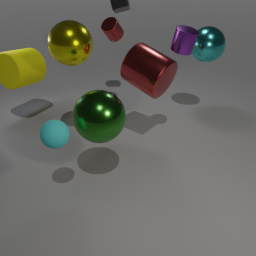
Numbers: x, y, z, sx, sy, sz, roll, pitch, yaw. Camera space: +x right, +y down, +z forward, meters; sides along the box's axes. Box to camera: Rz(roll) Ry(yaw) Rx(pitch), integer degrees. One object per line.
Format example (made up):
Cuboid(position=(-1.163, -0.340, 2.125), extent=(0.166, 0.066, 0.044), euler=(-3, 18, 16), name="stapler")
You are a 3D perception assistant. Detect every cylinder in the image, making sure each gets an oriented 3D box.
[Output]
Cuboid(position=(0.699, -1.911, 9.353), extent=(1.400, 1.400, 1.400), euler=(35, 41, 19), name="cylinder")
Cuboid(position=(-0.614, -3.917, 11.167), extent=(0.700, 0.700, 0.700), euler=(-9, 67, 21), name="cylinder")
Cuboid(position=(1.736, -2.710, 8.651), extent=(0.700, 0.700, 0.700), euler=(8, 39, -7), name="cylinder")
Cuboid(position=(-4.202, -2.347, 10.997), extent=(1.400, 1.400, 1.400), euler=(14, 27, 24), name="cylinder")

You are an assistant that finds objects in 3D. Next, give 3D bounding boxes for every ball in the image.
Cuboid(position=(3.190, -3.345, 11.244), extent=(1.400, 1.400, 1.400), euler=(0, 29, 0), name="ball")
Cuboid(position=(-1.767, 0.150, 6.751), extent=(0.700, 0.700, 0.700), euler=(0, 29, 0), name="ball")
Cuboid(position=(-1.813, -2.668, 8.852), extent=(1.400, 1.400, 1.400), euler=(0, 29, 0), name="ball")
Cuboid(position=(-0.750, -0.301, 7.370), extent=(1.400, 1.400, 1.400), euler=(0, 29, 0), name="ball")

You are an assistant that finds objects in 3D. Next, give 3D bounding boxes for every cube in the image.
Cuboid(position=(-0.343, -5.333, 11.821), extent=(0.700, 0.700, 0.700), euler=(-12, 9, 11), name="cube")
